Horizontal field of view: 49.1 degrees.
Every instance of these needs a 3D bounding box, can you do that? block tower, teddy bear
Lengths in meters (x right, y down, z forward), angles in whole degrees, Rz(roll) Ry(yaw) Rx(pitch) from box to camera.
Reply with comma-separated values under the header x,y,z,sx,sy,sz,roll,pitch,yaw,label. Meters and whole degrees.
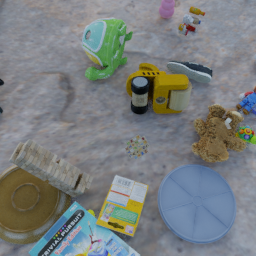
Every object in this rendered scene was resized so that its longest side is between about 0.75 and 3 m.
x,y,z,sx,sy,sz,roll,pitch,yaw,label
-2.478,1.377,9.256,2.660,0.769,0.718,35,48,-22,block tower
3.453,0.218,10.751,2.063,0.950,2.845,13,55,-2,teddy bear

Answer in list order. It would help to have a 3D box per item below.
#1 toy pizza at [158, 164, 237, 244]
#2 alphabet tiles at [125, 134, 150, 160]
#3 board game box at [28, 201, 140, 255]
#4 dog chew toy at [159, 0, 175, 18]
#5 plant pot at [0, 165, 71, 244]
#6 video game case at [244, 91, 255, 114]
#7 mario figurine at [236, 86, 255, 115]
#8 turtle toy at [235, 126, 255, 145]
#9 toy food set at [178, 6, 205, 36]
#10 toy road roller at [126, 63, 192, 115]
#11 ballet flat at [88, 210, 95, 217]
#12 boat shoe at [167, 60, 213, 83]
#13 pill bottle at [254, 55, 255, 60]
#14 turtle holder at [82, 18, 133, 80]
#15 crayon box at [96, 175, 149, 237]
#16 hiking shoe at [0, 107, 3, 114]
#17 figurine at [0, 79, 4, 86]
x,y,z,sx,sy,sz,roll,pitch,yaw,label
2.355,2.558,9.680,2.697,0.427,2.697,1,62,-1,toy pizza
0.302,0.644,9.361,0.828,0.026,0.689,-33,74,18,alphabet tiles
-1.274,3.802,8.321,2.639,0.619,1.993,32,61,21,board game box
1.939,-6.025,13.707,0.776,1.247,0.776,1,61,-1,dog chew toy
-3.506,2.434,9.762,2.981,0.410,2.981,0,62,0,plant pot
5.345,-0.998,11.670,0.789,0.198,0.870,-41,70,-19,video game case
5.202,-1.183,11.509,1.484,0.787,0.916,-43,99,2,mario figurine
4.658,0.283,10.849,0.667,0.462,0.915,-31,67,-15,turtle toy
3.027,-4.989,13.393,0.776,0.823,1.725,24,58,11,toy food set
1.186,-1.710,11.337,2.529,1.554,1.846,1,51,1,toy road roller
-1.322,3.287,9.317,0.387,0.389,1.159,5,62,2,ballet flat
2.693,-2.560,12.228,2.017,0.763,0.608,21,65,-2,boat shoe
6.075,-2.881,12.455,0.561,0.561,0.993,-20,63,-10,pill bottle
-0.991,-3.461,12.189,1.829,2.576,1.957,15,30,10,turtle holder
-0.163,2.615,9.274,1.241,0.509,1.973,16,43,8,crayon box
-6.265,-1.084,11.325,2.386,0.887,1.034,33,66,16,hiking shoe
-6.805,-1.769,11.420,2.657,1.172,2.723,39,69,23,figurine
